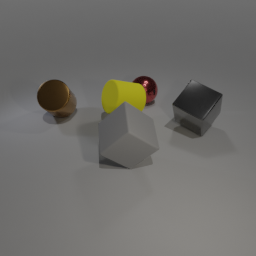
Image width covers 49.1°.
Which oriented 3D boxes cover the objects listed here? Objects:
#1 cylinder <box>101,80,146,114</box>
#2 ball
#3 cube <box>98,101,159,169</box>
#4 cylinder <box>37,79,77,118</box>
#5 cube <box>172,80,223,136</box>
[{"bbox_3d":[-0.193,-1.254,11.815,1.400,1.400,1.400,2,24,-35],"label":"cylinder"},{"bbox_3d":[0.779,-1.887,13.917,1.400,1.400,1.400,0,30,0],"label":"ball"},{"bbox_3d":[-0.010,0.266,9.364,1.400,1.400,1.400,30,36,-34],"label":"cube"},{"bbox_3d":[-3.086,-1.251,12.311,1.400,1.400,1.400,2,-10,3],"label":"cylinder"},{"bbox_3d":[2.793,-0.794,11.304,1.400,1.400,1.400,33,75,26],"label":"cube"}]
